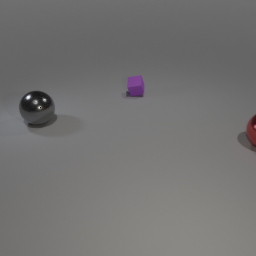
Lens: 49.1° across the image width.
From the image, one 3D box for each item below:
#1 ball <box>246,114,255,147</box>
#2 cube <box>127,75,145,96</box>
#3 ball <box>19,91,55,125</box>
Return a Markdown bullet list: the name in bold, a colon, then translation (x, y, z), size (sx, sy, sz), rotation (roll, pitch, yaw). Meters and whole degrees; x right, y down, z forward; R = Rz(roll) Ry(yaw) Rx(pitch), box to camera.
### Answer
- **ball**: translation (4.882, 0.081, 9.769), size (1.400, 1.400, 1.400), rotation (0, 30, 0)
- **cube**: translation (0.402, -2.088, 13.869), size (0.700, 0.700, 0.700), rotation (-7, 54, 14)
- **ball**: translation (-3.672, -0.812, 11.338), size (1.400, 1.400, 1.400), rotation (0, 30, 0)
